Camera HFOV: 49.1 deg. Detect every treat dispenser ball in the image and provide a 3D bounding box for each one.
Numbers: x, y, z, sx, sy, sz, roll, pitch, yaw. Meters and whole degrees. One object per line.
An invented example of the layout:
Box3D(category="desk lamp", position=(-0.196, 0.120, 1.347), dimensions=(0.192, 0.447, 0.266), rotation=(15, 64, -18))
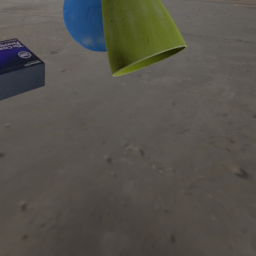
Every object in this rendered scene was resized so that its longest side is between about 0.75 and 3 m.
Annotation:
Box3D(category="treat dispenser ball", position=(-0.945, -3.819, 9.414), dimensions=(2.435, 2.435, 2.435), rotation=(0, 33, 0))

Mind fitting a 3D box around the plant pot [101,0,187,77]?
Box3D(category="plant pot", position=(0.171, -2.923, 7.738), dimensions=(2.196, 2.347, 2.196), rotation=(-21, 5, 2))

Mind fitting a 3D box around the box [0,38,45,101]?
Box3D(category="box", position=(-2.626, -1.119, 5.516), dimensions=(1.122, 0.627, 1.590), rotation=(42, 48, 22))
